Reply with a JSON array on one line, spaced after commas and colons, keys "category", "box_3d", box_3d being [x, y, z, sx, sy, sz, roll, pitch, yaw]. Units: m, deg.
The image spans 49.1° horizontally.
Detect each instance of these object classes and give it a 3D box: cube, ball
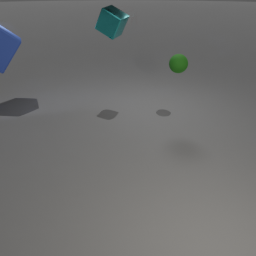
[{"category": "cube", "box_3d": [-4.993, -3.103, 10.501, 1.400, 1.400, 1.400, 30, 8, -29]}, {"category": "cube", "box_3d": [-0.499, -3.329, 8.804, 0.700, 0.700, 0.700, 33, 38, 4]}, {"category": "ball", "box_3d": [1.876, -2.392, 10.404, 0.700, 0.700, 0.700, 0, 28, 0]}]
